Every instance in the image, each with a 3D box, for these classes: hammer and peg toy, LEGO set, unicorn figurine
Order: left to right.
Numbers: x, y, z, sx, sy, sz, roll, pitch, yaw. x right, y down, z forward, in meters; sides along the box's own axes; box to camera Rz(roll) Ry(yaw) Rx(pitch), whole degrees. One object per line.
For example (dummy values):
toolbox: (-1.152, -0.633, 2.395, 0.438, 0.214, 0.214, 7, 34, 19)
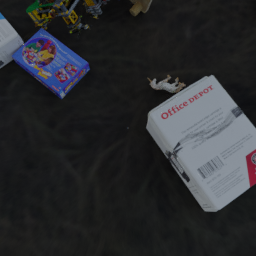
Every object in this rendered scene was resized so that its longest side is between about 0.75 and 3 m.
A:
LEGO set: (-1.544, -3.369, 7.813, 1.745, 1.315, 2.270, 0, 57, 30)
hammer and peg toy: (-0.260, -4.229, 7.391, 2.425, 1.783, 0.855, 41, 85, -3)
unicorn figurine: (0.985, -1.138, 7.329, 0.910, 0.625, 0.336, 29, 58, -10)

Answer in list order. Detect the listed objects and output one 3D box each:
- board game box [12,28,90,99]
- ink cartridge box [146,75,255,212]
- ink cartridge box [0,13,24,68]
board game box: (-2.072, -1.758, 7.577, 1.724, 0.386, 1.159, 39, 77, 10)
ink cartridge box: (1.878, 0.346, 6.594, 1.857, 1.066, 2.557, -32, 76, -9)
ink cartridge box: (-4.065, -2.083, 7.477, 2.234, 0.758, 1.286, -39, 77, -10)
